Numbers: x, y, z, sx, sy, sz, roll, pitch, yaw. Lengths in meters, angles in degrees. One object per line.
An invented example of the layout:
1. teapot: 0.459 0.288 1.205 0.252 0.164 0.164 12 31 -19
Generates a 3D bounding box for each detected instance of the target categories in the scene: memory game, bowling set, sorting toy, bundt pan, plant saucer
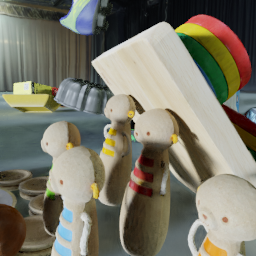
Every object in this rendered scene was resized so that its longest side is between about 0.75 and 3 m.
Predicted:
1. memory game: -1.640 0.782 2.398 2.487 0.158 2.487 1 9 0
2. bowling set: -0.262 0.357 1.688 1.314 1.014 1.888 0 13 -26
3. sorting toy: 0.588 -0.080 2.506 0.627 1.801 1.790 -39 17 -7
4. bundt pan: -1.539 -1.295 10.812 2.485 0.933 2.485 14 13 -3
5. plant saucer: -3.733 -0.924 11.069 1.797 0.435 1.797 0 -6 0

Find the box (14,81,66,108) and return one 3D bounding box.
1. box: -3.472 -1.392 12.270 1.087 0.724 2.889 -1 -4 30

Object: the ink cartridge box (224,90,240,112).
1. ink cartridge box: 1.660 -0.245 5.521 0.688 1.174 1.625 6 11 32

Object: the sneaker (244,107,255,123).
1. sneaker: 3.110 -0.050 5.155 1.900 0.908 0.754 3 10 16

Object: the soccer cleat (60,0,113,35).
1. soccer cleat: -0.613 -2.607 4.544 0.892 2.133 0.690 12 4 4

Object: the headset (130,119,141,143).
1. headset: 0.394 -0.338 6.645 1.325 1.008 2.145 2 21 9
